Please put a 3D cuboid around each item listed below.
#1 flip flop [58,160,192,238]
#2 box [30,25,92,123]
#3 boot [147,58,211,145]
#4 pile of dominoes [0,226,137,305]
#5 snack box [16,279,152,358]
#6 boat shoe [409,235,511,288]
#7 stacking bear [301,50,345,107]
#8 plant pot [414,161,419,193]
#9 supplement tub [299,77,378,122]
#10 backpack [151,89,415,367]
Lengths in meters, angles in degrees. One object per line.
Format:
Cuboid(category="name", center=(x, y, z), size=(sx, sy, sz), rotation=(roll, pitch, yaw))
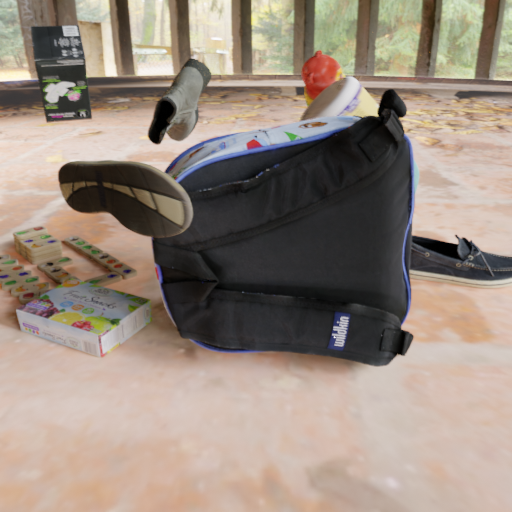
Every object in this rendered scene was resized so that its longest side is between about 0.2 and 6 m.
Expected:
Cuboid(category="flip flop", center=(-1.492, -0.737, 6.455), size=(1.989, 0.807, 0.573), rotation=(12, 23, 34))
Cuboid(category="box", center=(-3.629, -3.389, 10.486), size=(0.882, 1.419, 1.054), rotation=(-8, 56, -17))
Cuboid(category="boot", center=(-1.611, -2.549, 10.348), size=(0.728, 2.151, 1.405), rotation=(32, 60, -3))
Cuboid(category="pile of dominoes", center=(-3.934, 0.059, 10.766), size=(2.169, 0.443, 2.783), rotation=(-20, 30, -38))
Cuboid(category="snack box", center=(-2.656, 0.921, 8.736), size=(1.687, 0.447, 1.199), rotation=(12, 26, 25))
Cuboid(category="boat shoe", center=(3.827, 0.053, 10.364), size=(2.517, 0.783, 0.939), rotation=(7, 22, 12))
Cuboid(category="stacking bear", center=(1.619, -3.741, 12.621), size=(1.172, 1.251, 2.061), rotation=(20, -7, 25))
Cuboid(category="plant pot", center=(2.345, -1.692, 12.453), size=(2.018, 2.515, 2.515), rotation=(19, 21, -11))
Cuboid(category="supplement tub", center=(1.822, -2.196, 10.285), size=(1.328, 1.827, 1.328), rotation=(-41, 20, 19))
Cuboid(category="backpack", center=(0.256, -0.324, 8.043), size=(3.514, 3.689, 2.842), rotation=(-9, 17, -12))
